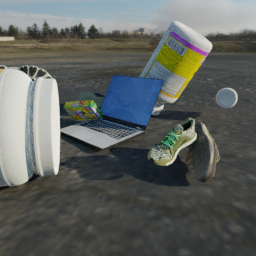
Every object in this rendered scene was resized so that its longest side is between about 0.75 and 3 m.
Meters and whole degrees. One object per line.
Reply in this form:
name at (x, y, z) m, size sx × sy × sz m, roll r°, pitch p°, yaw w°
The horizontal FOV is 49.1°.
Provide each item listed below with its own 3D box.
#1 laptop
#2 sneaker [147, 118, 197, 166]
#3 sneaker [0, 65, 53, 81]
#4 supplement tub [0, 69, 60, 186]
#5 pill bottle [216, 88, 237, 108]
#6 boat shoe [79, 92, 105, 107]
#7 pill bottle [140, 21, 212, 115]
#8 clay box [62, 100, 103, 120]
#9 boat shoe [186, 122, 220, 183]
laptop at (-0.541, -0.590, 7.986) m, size 2.354 × 1.364 × 2.204 m, roll -21°, pitch 25°, yaw -38°
sneaker at (0.881, 0.206, 5.540) m, size 0.530 × 0.611 × 1.379 m, roll 31°, pitch 49°, yaw 30°
sneaker at (-3.414, -1.633, 9.235) m, size 2.192 × 0.884 × 0.915 m, roll 12°, pitch 7°, yaw 9°
supplement tub at (-2.846, 0.005, 5.140) m, size 2.996 × 2.167 × 2.167 m, roll -1°, pitch 18°, yaw -10°
pill bottle at (3.357, -1.021, 9.497) m, size 0.670 × 0.670 × 1.194 m, roll 7°, pitch 9°, yaw 21°
boat shoe at (-1.222, -1.106, 11.101) m, size 1.494 × 0.558 × 0.495 m, roll 9°, pitch 6°, yaw 23°
pill bottle at (1.368, -1.901, 9.465) m, size 1.543 × 2.960 × 1.543 m, roll 25°, pitch 29°, yaw -15°
clay box at (-1.445, -0.526, 8.631) m, size 1.171 × 0.673 × 0.279 m, roll -2°, pitch 57°, yaw 27°
boat shoe at (1.656, 0.518, 5.925) m, size 0.650 × 0.661 × 1.773 m, roll 40°, pitch 31°, yaw -15°
